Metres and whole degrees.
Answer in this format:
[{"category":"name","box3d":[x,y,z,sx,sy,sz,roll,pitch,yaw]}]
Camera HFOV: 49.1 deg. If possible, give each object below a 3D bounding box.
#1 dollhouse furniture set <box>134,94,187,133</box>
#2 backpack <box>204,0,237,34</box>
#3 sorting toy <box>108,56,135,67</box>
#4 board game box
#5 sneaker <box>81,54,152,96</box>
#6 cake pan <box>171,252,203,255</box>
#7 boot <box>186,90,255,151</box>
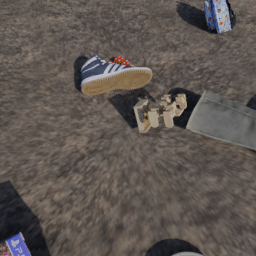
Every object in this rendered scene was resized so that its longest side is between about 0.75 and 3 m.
[{"category":"dollhouse furniture set","box3d":[0.840,-0.313,7.294,1.184,0.771,1.088,2,30,30]},{"category":"backpack","box3d":[3.645,-4.511,11.105,1.142,1.482,1.412,-20,52,22]},{"category":"sorting toy","box3d":[-0.268,-2.160,9.726,0.757,0.265,0.761,33,56,26]},{"category":"board game box","box3d":[-2.222,3.210,3.705,2.742,1.328,2.186,-23,39,-30]},{"category":"sneaker","box3d":[-0.445,-1.846,9.094,2.306,0.808,1.251,-12,51,-6]},{"category":"cake pan","box3d":[1.160,3.041,5.127,1.424,0.261,1.424,0,49,0]},{"category":"boot","box3d":[3.441,-0.340,7.750,2.964,1.075,2.695,22,50,27]}]
